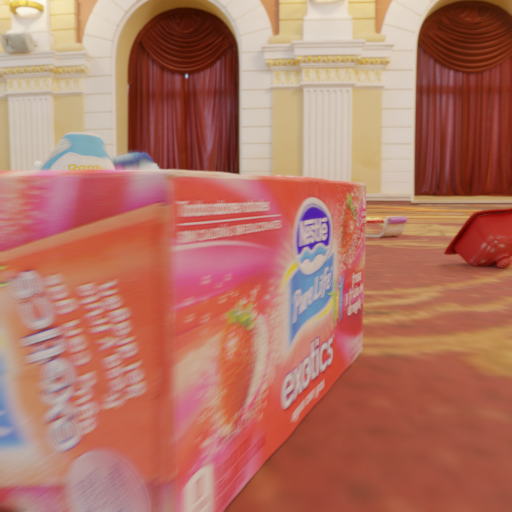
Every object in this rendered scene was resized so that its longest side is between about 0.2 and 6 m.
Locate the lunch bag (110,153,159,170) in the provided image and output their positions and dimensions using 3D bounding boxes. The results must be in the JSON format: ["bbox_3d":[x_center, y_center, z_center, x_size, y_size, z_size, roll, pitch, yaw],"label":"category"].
[{"bbox_3d":[-2.529,-0.716,8.154,2.426,1.000,1.950,-21,9,0],"label":"lunch bag"}]

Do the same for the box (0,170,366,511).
[{"bbox_3d":[-0.275,0.160,2.630,1.150,1.061,2.240,3,7,24],"label":"box"}]

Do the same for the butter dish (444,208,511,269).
[{"bbox_3d":[3.151,-0.138,7.432,0.928,0.686,0.925,-5,-37,-18],"label":"butter dish"}]

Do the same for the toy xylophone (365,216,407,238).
[{"bbox_3d":[2.476,-0.697,12.947,1.387,0.476,1.894,-7,9,-44],"label":"toy xylophone"}]

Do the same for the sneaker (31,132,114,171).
[{"bbox_3d":[-2.201,-0.461,6.318,0.943,0.996,2.465,3,-21,-39],"label":"sneaker"}]
